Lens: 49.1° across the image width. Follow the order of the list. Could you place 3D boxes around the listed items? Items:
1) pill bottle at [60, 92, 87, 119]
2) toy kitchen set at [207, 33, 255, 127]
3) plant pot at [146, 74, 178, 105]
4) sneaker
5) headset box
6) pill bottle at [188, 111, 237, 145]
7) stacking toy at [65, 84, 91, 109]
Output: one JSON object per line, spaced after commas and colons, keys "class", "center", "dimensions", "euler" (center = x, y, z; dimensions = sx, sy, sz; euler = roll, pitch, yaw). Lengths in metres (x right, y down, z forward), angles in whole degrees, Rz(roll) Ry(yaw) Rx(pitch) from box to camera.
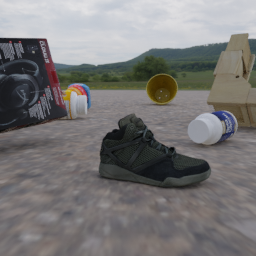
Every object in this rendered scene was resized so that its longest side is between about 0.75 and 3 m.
{"class": "pill bottle", "center": [-2.141, -0.728, 8.972], "dimensions": [1.600, 0.874, 0.874], "euler": [0, 9, -3]}
{"class": "toy kitchen set", "center": [3.830, -1.037, 7.830], "dimensions": [2.299, 2.548, 2.079], "euler": [7, -30, 36]}
{"class": "plant pot", "center": [1.803, -1.879, 14.711], "dimensions": [1.598, 1.598, 1.134], "euler": [2, -11, 10]}
{"class": "sneaker", "center": [0.297, 0.253, 3.356], "dimensions": [1.370, 0.785, 0.524], "euler": [6, 13, 20]}
{"class": "headset box", "center": [-2.164, -0.745, 5.046], "dimensions": [0.817, 1.574, 2.115], "euler": [-13, 3, 45]}
{"class": "pill bottle", "center": [1.624, -0.002, 5.410], "dimensions": [0.597, 0.597, 1.075], "euler": [9, 13, 42]}
{"class": "stacking toy", "center": [-2.539, -1.129, 11.708], "dimensions": [1.155, 1.092, 1.990], "euler": [8, 24, 27]}
